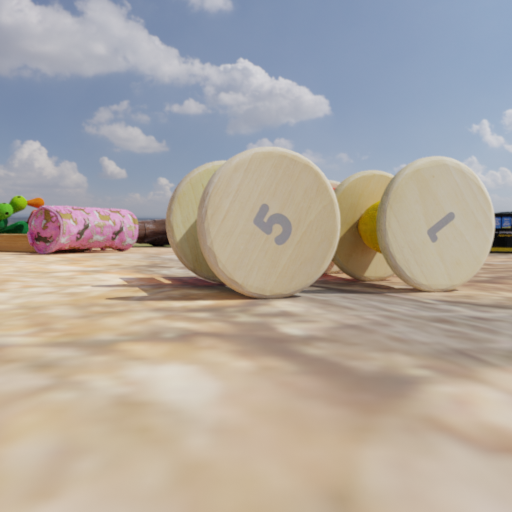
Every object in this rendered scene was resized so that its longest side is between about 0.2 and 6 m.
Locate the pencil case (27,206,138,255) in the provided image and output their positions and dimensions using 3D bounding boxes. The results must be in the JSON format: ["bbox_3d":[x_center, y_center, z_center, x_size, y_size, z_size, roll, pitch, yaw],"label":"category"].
[{"bbox_3d":[-3.424,-0.518,11.257,0.953,0.996,2.301,30,15,24],"label":"pencil case"}]

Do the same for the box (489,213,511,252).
[{"bbox_3d":[5.717,-0.521,12.544,2.826,0.873,3.539,3,3,24],"label":"box"}]

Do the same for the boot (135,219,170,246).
[{"bbox_3d":[-3.074,-0.694,15.247,2.723,0.938,2.922,-15,-12,43],"label":"boot"}]

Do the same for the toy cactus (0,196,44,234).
[{"bbox_3d":[-6.223,-0.594,13.435,2.766,1.414,2.282,-6,-13,-42],"label":"toy cactus"}]

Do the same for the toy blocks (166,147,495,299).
[{"bbox_3d":[0.259,-0.266,4.917,2.237,0.975,2.684,0,2,-19],"label":"toy blocks"}]

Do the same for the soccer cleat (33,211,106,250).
[{"bbox_3d":[-4.199,-0.595,13.064,2.470,0.945,0.824,0,2,16],"label":"soccer cleat"}]

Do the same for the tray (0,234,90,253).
[{"bbox_3d":[-4.780,-0.272,12.045,2.203,0.408,1.086,2,3,29],"label":"tray"}]
